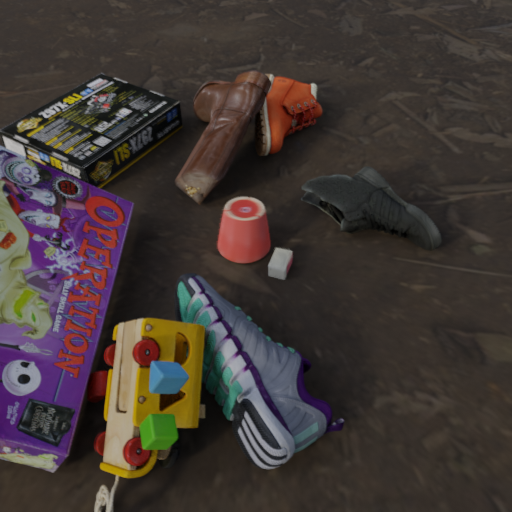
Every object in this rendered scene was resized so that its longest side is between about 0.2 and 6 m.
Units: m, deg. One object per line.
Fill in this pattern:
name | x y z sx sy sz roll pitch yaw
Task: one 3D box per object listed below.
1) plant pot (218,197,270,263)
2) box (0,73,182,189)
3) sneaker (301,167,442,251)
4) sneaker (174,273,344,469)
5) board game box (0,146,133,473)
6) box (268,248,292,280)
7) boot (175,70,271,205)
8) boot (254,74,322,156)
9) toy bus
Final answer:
plant pot | -0.217 -0.527 10.444 1.031 0.912 1.031 2 41 -1
box | -3.715 -2.957 13.010 2.611 0.807 3.270 23 49 23
sneaker | 2.177 -0.770 10.847 1.372 0.790 2.631 -35 65 -10
sneaker | -0.084 1.526 8.465 1.432 1.218 3.272 -12 54 -31
board game box | -3.792 0.409 8.590 3.030 0.815 5.049 26 40 -24
box | 0.445 0.143 10.259 0.324 0.276 0.507 12 47 14
boot | -1.151 -2.490 12.409 2.844 0.980 3.051 -6 56 56
boot | 0.764 -3.356 13.243 1.615 1.130 3.012 8 45 0
toy bus | -1.345 2.022 7.625 1.263 2.444 2.307 12 29 -32
